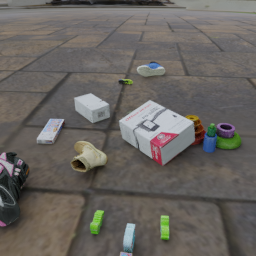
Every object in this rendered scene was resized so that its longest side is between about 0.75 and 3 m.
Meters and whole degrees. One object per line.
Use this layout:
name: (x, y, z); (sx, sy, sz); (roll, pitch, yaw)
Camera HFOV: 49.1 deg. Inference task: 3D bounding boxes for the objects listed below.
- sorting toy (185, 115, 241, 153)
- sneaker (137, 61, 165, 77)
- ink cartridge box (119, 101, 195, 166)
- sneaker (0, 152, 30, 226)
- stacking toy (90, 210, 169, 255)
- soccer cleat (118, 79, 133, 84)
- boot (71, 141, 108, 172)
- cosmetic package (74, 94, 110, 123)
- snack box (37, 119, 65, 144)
sorting toy: (2.645, 0.065, 9.139); (2.204, 0.905, 1.324); (3, 29, 5)
sneaker: (1.184, -3.316, 15.593); (1.605, 0.616, 0.893); (-4, 35, -16)
ink cartridge box: (0.872, 0.079, 8.844); (1.431, 0.822, 1.971); (-35, 44, -23)
sneaker: (-2.975, 1.210, 6.933); (1.144, 1.064, 2.649); (-15, 33, -28)
stacking toy: (-0.045, 2.384, 5.324); (1.672, 0.521, 2.218); (4, 28, 7)
soccer cleat: (-0.118, -2.401, 14.348); (0.756, 0.245, 0.316); (5, 26, 9)
boot: (-1.324, 0.813, 8.036); (1.228, 0.447, 0.954); (29, 27, 28)
cosmetic package: (-1.431, -0.810, 11.063); (0.826, 0.594, 1.463); (-22, 36, -31)
snack box: (-2.685, 0.088, 9.852); (0.542, 0.183, 1.508); (2, 29, 3)
